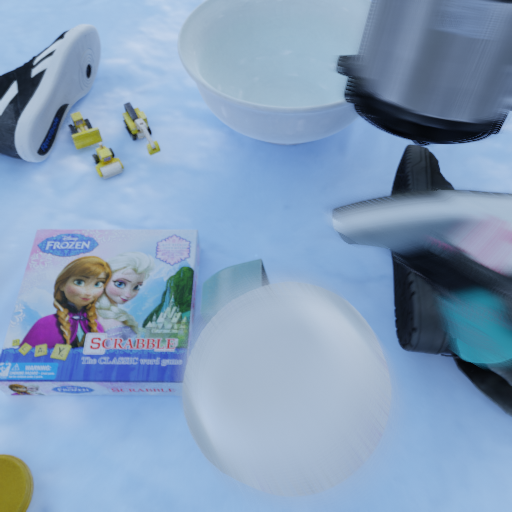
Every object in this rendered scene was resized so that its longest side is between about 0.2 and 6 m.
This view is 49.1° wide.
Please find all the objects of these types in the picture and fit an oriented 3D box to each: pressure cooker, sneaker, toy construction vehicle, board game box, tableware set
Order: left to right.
[{"bbox_3d":[-3.067,3.398,6.318,3.157,0.484,2.127,14,53,11],"label":"tableware set"},{"bbox_3d":[-4.372,-3.328,10.547,1.901,1.241,3.398,11,57,7],"label":"sneaker"},{"bbox_3d":[-2.146,0.736,8.110,2.539,0.522,2.533,0,55,0],"label":"board game box"},{"bbox_3d":[-2.609,-2.225,10.186,1.398,0.566,1.606,-22,57,-15],"label":"toy construction vehicle"},{"bbox_3d":[2.342,-2.586,7.135,2.193,2.455,2.159,-21,49,-31],"label":"pressure cooker"},{"bbox_3d":[2.090,0.255,5.813,2.821,1.180,1.703,1,86,-20],"label":"sneaker"},{"bbox_3d":[3.169,0.204,8.117,2.205,1.270,4.228,7,57,1],"label":"sneaker"}]

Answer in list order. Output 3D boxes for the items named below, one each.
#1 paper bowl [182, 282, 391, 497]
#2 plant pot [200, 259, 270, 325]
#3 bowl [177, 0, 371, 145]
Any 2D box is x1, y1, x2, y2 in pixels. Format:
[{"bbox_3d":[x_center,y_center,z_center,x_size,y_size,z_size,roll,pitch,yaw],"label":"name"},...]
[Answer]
[{"bbox_3d":[0.186,0.959,4.368,1.619,0.842,1.619,-10,58,17],"label":"paper bowl"},{"bbox_3d":[-0.288,0.676,7.977,0.919,0.902,0.900,-6,54,10],"label":"plant pot"},{"bbox_3d":[0.565,-3.272,10.224,3.815,1.715,3.815,0,55,0],"label":"bowl"}]
